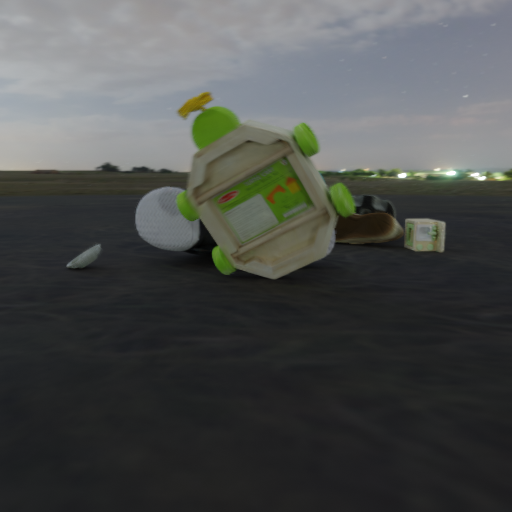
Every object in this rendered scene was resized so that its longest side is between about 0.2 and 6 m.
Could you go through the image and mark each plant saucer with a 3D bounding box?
[{"bbox_3d":[-2.837,0.049,9.326,0.643,0.161,0.643,-30,15,9],"label":"plant saucer"}]

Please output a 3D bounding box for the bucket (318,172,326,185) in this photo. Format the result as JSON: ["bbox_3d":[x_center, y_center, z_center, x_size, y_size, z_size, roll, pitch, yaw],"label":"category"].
[{"bbox_3d":[0.842,-1.767,15.515,2.336,2.336,1.520,-1,17,-4],"label":"bucket"}]

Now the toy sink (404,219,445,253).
[{"bbox_3d":[3.459,-0.426,11.615,0.537,0.624,0.958,-1,9,-5],"label":"toy sink"}]

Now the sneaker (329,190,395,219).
[{"bbox_3d":[1.787,-1.068,14.227,3.439,1.274,1.522,15,1,16],"label":"sneaker"}]

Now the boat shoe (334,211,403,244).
[{"bbox_3d":[2.274,-0.604,12.722,2.164,0.781,0.703,2,-15,43],"label":"boat shoe"}]

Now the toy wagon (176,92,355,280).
[{"bbox_3d":[-0.057,-1.021,7.824,2.176,2.804,0.555,-26,16,23],"label":"toy wagon"}]

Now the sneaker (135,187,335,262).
[{"bbox_3d":[-0.311,-0.550,10.118,3.394,1.281,1.932,7,2,4],"label":"sneaker"}]
